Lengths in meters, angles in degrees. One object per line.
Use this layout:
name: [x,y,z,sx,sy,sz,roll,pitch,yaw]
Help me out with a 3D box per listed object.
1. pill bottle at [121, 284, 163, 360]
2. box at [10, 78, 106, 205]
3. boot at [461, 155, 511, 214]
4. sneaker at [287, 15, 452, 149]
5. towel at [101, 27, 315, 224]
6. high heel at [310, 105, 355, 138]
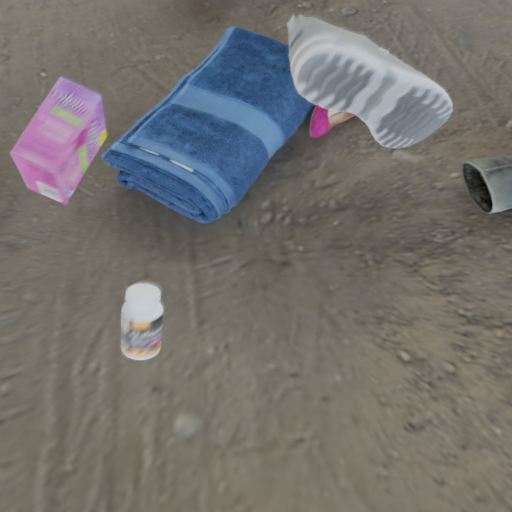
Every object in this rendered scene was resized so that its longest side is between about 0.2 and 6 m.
pill bottle: [-1.321,0.759,6.473,0.466,0.801,0.466,6,27,-3]
box: [-2.273,-1.314,6.582,0.526,0.957,1.088,24,70,-3]
boot: [4.465,-1.625,9.496,2.104,0.763,1.913,-14,52,-2]
sneaker: [1.851,-2.790,8.716,3.402,1.271,1.395,16,48,-42]
towel: [-0.515,-2.452,9.854,2.314,1.006,4.145,25,57,17]
high heel: [1.569,-2.596,10.265,0.784,0.551,1.635,15,40,24]
